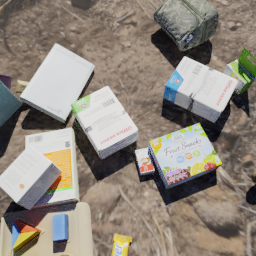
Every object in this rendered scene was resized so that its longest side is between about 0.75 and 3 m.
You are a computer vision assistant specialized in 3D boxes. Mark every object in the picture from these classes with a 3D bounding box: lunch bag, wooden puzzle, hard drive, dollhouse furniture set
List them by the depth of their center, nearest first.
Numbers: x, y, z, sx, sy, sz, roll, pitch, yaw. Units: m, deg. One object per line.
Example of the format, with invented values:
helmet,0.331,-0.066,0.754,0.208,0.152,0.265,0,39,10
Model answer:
wooden puzzle,-2.498,3.676,8.443,2.809,0.650,2.602,-6,63,-3
hard drive,-2.692,-1.818,11.025,1.834,0.371,2.781,29,65,-11
dollhouse furniture set,-4.402,-1.359,11.243,1.785,1.267,1.415,8,101,-24
lunch bag,2.454,-4.588,12.115,1.961,1.629,2.338,-34,69,-4

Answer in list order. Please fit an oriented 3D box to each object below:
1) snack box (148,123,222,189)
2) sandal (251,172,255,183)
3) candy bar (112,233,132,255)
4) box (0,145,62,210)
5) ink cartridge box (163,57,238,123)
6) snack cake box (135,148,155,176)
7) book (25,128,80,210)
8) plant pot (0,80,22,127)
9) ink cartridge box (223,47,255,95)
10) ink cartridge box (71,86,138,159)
snack box,1.929,0.956,9.788,2.004,0.678,1.690,-18,66,-10
sandal,5.091,1.114,9.621,2.478,0.995,0.669,-29,51,-15
candy bar,-0.342,4.380,8.315,0.575,0.255,2.304,9,63,3
box,-3.100,1.540,8.835,1.165,0.814,1.531,31,71,27
ink cartridge box,2.765,-1.500,10.850,2.281,0.980,1.671,29,67,13
snack cake box,0.586,1.183,9.894,0.505,0.295,0.878,-11,64,-7
book,-2.666,1.342,9.664,1.736,0.624,2.598,-9,64,1
plant pot,-5.702,-0.866,9.939,2.242,2.249,2.290,27,73,12
ink cartridge box,4.405,-2.209,10.913,0.572,1.510,1.116,-27,66,-13
ink cartridge box,-0.851,-0.207,10.235,1.591,0.919,2.187,-28,67,-13
